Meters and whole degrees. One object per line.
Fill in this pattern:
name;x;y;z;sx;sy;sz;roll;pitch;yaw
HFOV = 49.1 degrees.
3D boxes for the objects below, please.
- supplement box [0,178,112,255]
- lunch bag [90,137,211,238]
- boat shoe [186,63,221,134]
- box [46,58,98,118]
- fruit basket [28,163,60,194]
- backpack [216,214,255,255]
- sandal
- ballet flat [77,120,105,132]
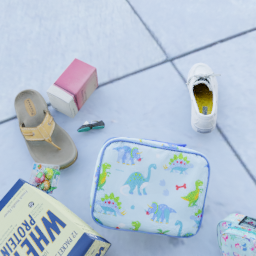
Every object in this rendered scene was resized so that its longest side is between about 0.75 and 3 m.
supplement box;-1.626;2.334;5.845;1.950;1.952;1.310;32;73;20
lunch bag;0.508;1.297;6.495;2.615;1.078;2.102;10;87;-8
boat shoe;2.182;-1.199;8.190;0.977;1.127;2.644;4;55;11
box;-1.616;-1.191;8.407;0.797;0.935;1.463;27;66;11
fruit basket;-2.068;1.266;6.911;0.384;0.820;0.760;9;83;30
backpack;2.552;2.523;6.214;0.919;1.220;1.083;-14;102;-32
sandal;-2.490;-0.078;7.878;1.201;0.808;2.991;-29;66;-12
ballet flat;-1.093;-0.068;8.204;0.825;0.281;0.282;-9;65;-12
